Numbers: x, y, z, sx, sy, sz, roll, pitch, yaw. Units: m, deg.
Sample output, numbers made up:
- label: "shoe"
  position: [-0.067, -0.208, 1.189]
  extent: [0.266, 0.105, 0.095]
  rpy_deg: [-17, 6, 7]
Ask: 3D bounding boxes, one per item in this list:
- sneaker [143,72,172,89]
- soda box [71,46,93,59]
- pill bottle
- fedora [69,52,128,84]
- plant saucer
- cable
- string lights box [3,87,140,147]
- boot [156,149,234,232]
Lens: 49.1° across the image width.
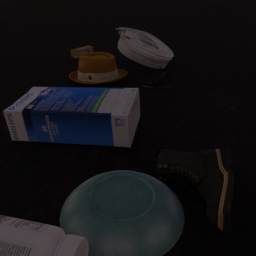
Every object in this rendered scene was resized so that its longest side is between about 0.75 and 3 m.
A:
- label: "sneaker"
  position: [0.978, -1.592, 9.269]
  extent: [0.976, 0.559, 0.373]
  rpy_deg: [-3, 28, 0]
- label: "soda box"
  position: [-2.083, -3.459, 12.730]
  extent: [0.339, 0.359, 1.060]
  rpy_deg: [24, 37, 35]
- label: "pill bottle"
  position: [-1.240, 1.570, 3.470]
  extent: [1.366, 0.774, 0.774]
  rpy_deg: [7, 30, 12]
- label: "fedora"
  position: [-1.071, -2.160, 9.824]
  extent: [2.097, 0.855, 2.097]
  rpy_deg: [-3, 25, 1]
- label: "plant saucer"
  position: [-0.096, 1.210, 4.515]
  extent: [2.018, 0.389, 2.018]
  rpy_deg: [-1, 29, 0]
- label: "cable"
  position: [0.686, -3.130, 11.078]
  extent: [2.207, 0.764, 2.206]
  rpy_deg: [40, 33, 17]
- label: "string lights box"
  position: [-1.206, -0.342, 6.583]
  extent: [2.806, 0.827, 1.442]
  rpy_deg: [2, 31, 12]
- label: "boot"
  position: [1.035, 0.938, 4.767]
  extent: [1.384, 0.775, 2.001]
  rpy_deg: [3, 16, 14]
